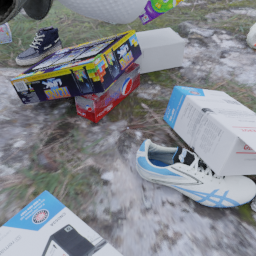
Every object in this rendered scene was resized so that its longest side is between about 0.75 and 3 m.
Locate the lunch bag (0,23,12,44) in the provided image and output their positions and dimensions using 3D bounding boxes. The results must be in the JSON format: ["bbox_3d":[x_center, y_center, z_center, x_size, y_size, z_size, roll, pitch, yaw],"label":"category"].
[{"bbox_3d":[-4.904,-3.870,10.838,0.594,0.934,0.792,-15,46,-16],"label":"lunch bag"}]

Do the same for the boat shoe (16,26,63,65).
[{"bbox_3d":[-3.196,-2.964,9.905,0.709,0.881,1.899,27,49,26],"label":"boat shoe"}]

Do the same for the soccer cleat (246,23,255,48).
[{"bbox_3d":[4.992,-3.619,10.751,0.902,0.805,2.324,30,44,34],"label":"soccer cleat"}]

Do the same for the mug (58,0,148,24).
[{"bbox_3d":[-0.676,-3.742,6.412,2.077,2.369,1.749,-8,40,-41],"label":"mug"}]

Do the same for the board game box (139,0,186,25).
[{"bbox_3d":[1.249,-4.132,7.944,2.356,1.213,1.235,-24,21,23],"label":"board game box"}]

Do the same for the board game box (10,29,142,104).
[{"bbox_3d":[-1.369,-1.675,7.734,2.866,0.813,2.369,-3,31,32],"label":"board game box"}]

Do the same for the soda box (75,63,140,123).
[{"bbox_3d":[-0.519,-1.116,8.000,0.698,0.771,2.202,25,48,25],"label":"soda box"}]

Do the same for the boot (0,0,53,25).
[{"bbox_3d":[-2.480,-3.153,6.664,0.990,2.480,2.728,10,49,-11],"label":"boot"}]

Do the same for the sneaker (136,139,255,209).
[{"bbox_3d":[1.351,0.912,5.753,2.524,0.915,0.907,15,44,14],"label":"sneaker"}]

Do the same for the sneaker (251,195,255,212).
[{"bbox_3d":[2.936,1.198,5.725,0.456,0.500,1.219,25,48,24],"label":"sneaker"}]

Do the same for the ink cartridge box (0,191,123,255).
[{"bbox_3d":[-1.040,2.340,4.134,2.356,0.986,1.709,30,51,28],"label":"ink cartridge box"}]

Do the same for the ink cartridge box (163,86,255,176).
[{"bbox_3d":[2.158,0.142,5.942,1.606,0.939,2.769,2,30,-26],"label":"ink cartridge box"}]

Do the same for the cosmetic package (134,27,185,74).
[{"bbox_3d":[0.591,-2.572,9.410,2.301,0.976,1.238,-11,43,-13],"label":"cosmetic package"}]

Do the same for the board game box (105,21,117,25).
[{"bbox_3d":[-0.558,-5.015,12.521,0.738,0.321,1.000,27,49,27],"label":"board game box"}]
